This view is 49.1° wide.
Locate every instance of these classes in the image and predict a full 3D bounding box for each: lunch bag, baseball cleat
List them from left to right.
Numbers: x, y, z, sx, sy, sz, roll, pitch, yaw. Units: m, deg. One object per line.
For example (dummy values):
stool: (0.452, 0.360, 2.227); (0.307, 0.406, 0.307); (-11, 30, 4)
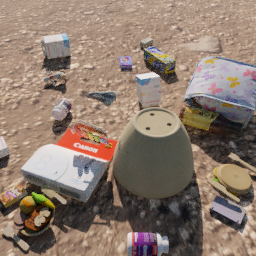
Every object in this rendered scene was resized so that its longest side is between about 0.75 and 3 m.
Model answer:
baseball cleat: (-0.943, -1.012, 9.717); (1.071, 0.374, 0.570); (-5, 79, 13)
lunch bag: (4.006, -1.624, 11.900); (2.777, 1.766, 2.355); (19, 63, 12)

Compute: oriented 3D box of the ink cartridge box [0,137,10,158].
ink cartridge box: (-5.008, 0.828, 10.411); (0.967, 0.415, 0.708); (-23, 47, -25)

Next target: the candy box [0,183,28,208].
candy box: (-3.717, 2.171, 9.066); (0.766, 0.216, 0.447); (-31, 49, -32)

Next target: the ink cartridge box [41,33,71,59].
ink cartridge box: (-4.202, -4.738, 16.195); (1.549, 0.996, 0.970); (-12, 43, -15)

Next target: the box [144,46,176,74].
box: (1.703, -3.761, 15.363); (0.718, 0.659, 2.050); (-23, 47, -23)

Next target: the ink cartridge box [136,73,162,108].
ink cartridge box: (0.927, -1.672, 12.596); (0.897, 1.395, 0.874); (-10, 25, -11)

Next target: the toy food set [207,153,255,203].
toy food set: (3.552, 1.732, 9.517); (1.316, 0.383, 1.906); (36, 47, 24)

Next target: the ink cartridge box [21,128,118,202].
ink cartridge box: (-1.893, 0.980, 10.021); (2.372, 0.700, 2.963); (15, 44, 16)

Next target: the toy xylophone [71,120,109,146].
toy xylophone: (-1.291, 0.151, 9.660); (1.436, 1.051, 0.361); (17, 72, 12)

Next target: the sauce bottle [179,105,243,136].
sauce bottle: (3.337, -0.287, 11.384); (2.493, 0.823, 0.823); (16, 44, 16)

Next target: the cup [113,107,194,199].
cup: (0.906, 0.551, 9.474); (2.923, 2.091, 2.923); (0, 41, 0)

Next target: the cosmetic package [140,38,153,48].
cosmetic package: (1.139, -5.248, 17.264); (0.792, 0.346, 0.409); (-32, 50, -30)

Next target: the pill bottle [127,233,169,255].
pill bottle: (0.529, 3.181, 7.630); (1.098, 0.618, 0.618); (0, 42, 0)

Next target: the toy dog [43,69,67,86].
toy dog: (-3.585, -2.493, 14.161); (1.189, 0.573, 0.784); (-3, 48, 17)

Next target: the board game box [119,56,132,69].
board game box: (-0.136, -3.647, 15.566); (0.654, 0.218, 0.972); (-2, 42, -3)

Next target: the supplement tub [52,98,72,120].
supplement tub: (-2.852, -0.812, 12.087); (0.625, 0.625, 0.891); (10, 43, 11)

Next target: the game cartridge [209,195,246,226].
game cartridge: (3.098, 2.538, 8.698); (0.976, 0.187, 0.633); (25, 44, 26)

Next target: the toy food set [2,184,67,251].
toy food set: (-2.767, 2.538, 8.220); (1.234, 0.359, 1.787); (26, 62, 24)
